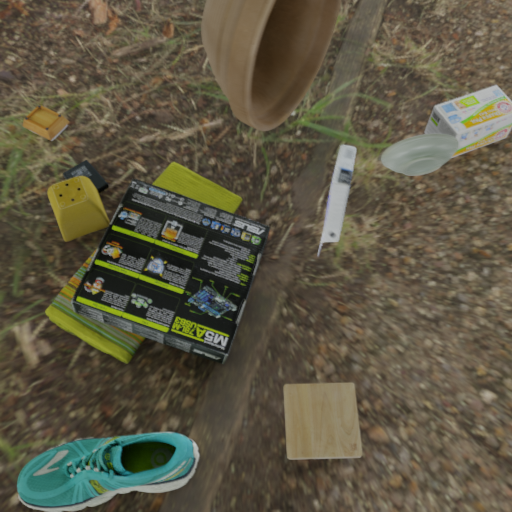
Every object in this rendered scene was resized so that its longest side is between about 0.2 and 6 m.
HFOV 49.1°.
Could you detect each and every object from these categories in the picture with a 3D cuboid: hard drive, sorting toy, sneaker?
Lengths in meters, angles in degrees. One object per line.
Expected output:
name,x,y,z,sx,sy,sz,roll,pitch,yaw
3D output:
hard drive,-3.502,-1.553,11.516,0.584,0.138,0.836,-36,66,-19
sorting toy,1.027,2.646,8.904,1.138,0.399,1.145,-1,60,0
sneaker,-2.210,3.042,8.288,2.683,1.068,1.040,-10,60,-5

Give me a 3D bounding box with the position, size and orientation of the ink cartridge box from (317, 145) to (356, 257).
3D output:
ink cartridge box,1.278,-0.854,8.856,0.296,1.364,1.351,12,37,6

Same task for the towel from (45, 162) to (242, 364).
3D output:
towel,-1.976,-0.013,10.516,1.716,0.360,3.986,30,63,7

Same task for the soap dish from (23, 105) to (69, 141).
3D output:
soap dish,-4.598,-2.916,12.208,0.798,0.324,0.628,27,63,14

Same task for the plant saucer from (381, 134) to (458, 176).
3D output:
plant saucer,2.115,-1.243,7.205,0.967,0.967,0.243,-5,74,-3

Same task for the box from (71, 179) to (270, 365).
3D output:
box,-1.404,0.213,9.919,2.758,0.655,2.664,19,64,-2

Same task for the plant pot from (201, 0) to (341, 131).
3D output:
plant pot,0.125,-3.952,9.634,1.501,3.252,3.252,29,64,17

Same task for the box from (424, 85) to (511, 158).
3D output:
box,4.572,-2.835,11.875,1.594,0.808,0.897,-21,62,-12

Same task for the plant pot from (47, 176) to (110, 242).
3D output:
plant pot,-3.443,-0.991,10.647,0.929,0.950,0.923,-22,71,-12
